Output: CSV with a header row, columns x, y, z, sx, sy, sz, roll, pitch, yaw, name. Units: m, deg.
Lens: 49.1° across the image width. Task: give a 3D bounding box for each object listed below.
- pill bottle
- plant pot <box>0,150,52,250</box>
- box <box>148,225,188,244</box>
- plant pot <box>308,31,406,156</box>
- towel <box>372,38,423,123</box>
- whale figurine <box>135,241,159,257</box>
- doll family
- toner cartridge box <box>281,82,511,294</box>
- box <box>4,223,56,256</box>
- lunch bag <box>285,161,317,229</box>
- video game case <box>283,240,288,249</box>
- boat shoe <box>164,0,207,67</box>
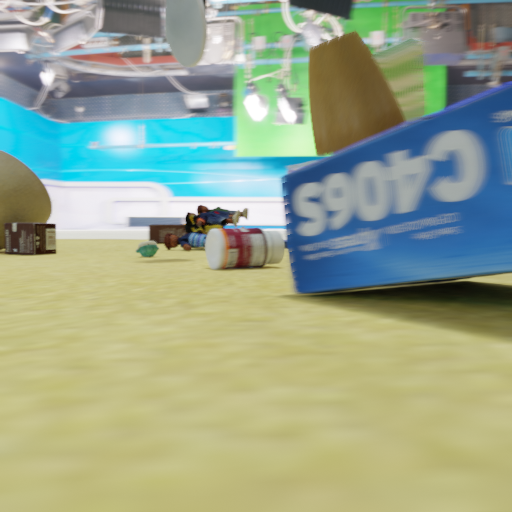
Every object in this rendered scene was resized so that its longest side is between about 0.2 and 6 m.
x,y,z,sx,sy,sz,roll,pitch,yaw,name
-0.123,-0.088,6.394,0.819,0.467,0.467,-2,4,-26,pill bottle
-4.708,-0.774,9.711,1.870,1.870,1.255,1,44,18,plant pot
-1.982,-0.557,14.224,1.407,0.527,0.705,2,4,1,box
1.211,-2.214,7.546,1.292,1.386,1.292,-19,15,5,plant pot
2.350,-2.986,10.529,1.680,0.258,2.202,-23,-28,6,towel
-1.661,-0.060,8.575,0.362,0.236,0.455,-8,-18,-19,whale figurine
-0.991,-0.560,11.280,1.347,0.914,2.330,5,7,8,doll family
2.168,-0.439,2.772,2.014,0.915,4.241,-4,-5,-33,toner cartridge box
-3.698,-0.281,9.196,0.638,0.529,0.524,1,4,22,box
2.320,-1.680,17.357,2.791,2.367,1.775,1,-3,4,lunch bag
1.161,-0.269,12.139,1.379,0.183,1.930,3,5,38,video game case
-0.991,-3.707,8.085,0.657,1.879,0.622,-6,13,27,boat shoe
